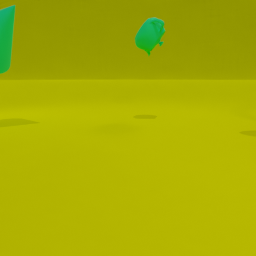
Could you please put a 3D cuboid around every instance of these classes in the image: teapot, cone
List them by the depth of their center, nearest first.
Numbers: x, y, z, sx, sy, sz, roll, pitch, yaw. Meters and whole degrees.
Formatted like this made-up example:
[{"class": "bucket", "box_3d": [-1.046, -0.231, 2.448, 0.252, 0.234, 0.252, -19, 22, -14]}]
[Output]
[{"class": "cone", "box_3d": [-2.914, -2.217, 6.247, 1.435, 1.429, 1.429, -37, -6, 26]}, {"class": "teapot", "box_3d": [0.617, -2.393, 7.421, 0.692, 0.879, 1.413, 37, -23, 0]}]
